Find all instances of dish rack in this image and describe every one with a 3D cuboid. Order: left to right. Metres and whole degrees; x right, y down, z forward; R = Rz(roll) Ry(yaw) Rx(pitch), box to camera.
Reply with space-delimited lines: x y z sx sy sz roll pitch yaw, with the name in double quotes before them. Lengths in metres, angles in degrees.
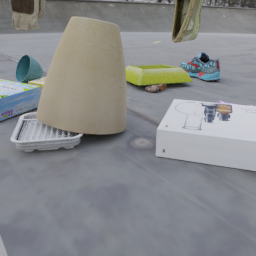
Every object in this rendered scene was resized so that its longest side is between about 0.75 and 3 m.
"dish rack" -1.946 0.070 7.017 1.621 0.411 1.889 -3 23 -10

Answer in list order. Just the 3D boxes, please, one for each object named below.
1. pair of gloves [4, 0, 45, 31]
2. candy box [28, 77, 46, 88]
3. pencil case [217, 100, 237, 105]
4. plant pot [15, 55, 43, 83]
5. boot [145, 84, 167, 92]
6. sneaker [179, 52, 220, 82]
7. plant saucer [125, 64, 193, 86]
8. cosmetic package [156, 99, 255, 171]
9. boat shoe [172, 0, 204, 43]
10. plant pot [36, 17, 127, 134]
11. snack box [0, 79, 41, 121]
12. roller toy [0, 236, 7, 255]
"pair of gloves" -3.457 -3.851 7.575 2.631 2.237 0.461 9 28 12
"candy box" -3.468 -2.109 12.495 0.893 0.231 1.748 14 26 24
"pencil case" 3.210 -0.555 8.420 1.106 0.473 0.464 12 45 25
"plant pot" -4.324 -2.539 12.524 1.245 1.245 0.839 22 5 42
"boot" 1.104 -1.637 11.294 0.625 0.300 0.854 12 25 31
"sneaker" 3.495 -3.058 13.482 1.015 1.222 2.558 -13 26 -29
"plant saucer" 1.150 -2.457 12.537 2.577 0.618 2.581 -7 18 -19
"cosmetic package" 2.323 0.083 6.561 2.949 0.762 2.224 7 26 16
"boat shoe" 1.441 -3.165 7.013 0.634 2.015 0.735 -19 42 -22
"plant pot" -1.028 -1.409 7.203 2.390 2.552 2.390 9 15 -2
"snack box" -4.214 -0.954 9.025 2.208 0.747 1.862 15 28 30
"roller toy" -1.440 1.322 1.776 1.557 2.228 2.033 -17 15 -35
